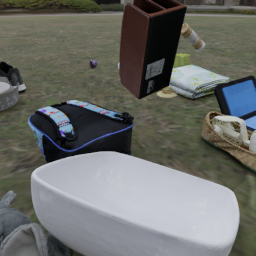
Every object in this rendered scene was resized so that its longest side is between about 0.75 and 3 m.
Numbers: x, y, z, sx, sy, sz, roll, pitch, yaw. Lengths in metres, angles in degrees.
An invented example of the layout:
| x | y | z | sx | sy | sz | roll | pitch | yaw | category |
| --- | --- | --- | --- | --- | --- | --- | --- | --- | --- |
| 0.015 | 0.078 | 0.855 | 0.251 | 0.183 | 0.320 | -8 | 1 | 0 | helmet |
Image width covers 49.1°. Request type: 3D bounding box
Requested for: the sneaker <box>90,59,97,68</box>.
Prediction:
| x | y | z | sx | sy | sz | roll | pitch | yaw | category |
| --- | --- | --- | --- | --- | --- | --- | --- | --- | --- |
| -1.770 | -3.365 | 14.545 | 0.372 | 0.357 | 0.949 | 0 | 28 | -12 | sneaker |

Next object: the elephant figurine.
| x | y | z | sx | sy | sz | roll | pitch | yaw | category |
| --- | --- | --- | --- | --- | --- | --- | --- | --- | --- |
| -1.224 | 1.749 | 3.674 | 1.623 | 1.259 | 1.148 | 6 | 15 | 15 | elephant figurine |

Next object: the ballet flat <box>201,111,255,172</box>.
| x | y | z | sx | sy | sz | roll | pitch | yaw | category |
| --- | --- | --- | --- | --- | --- | --- | --- | --- | --- |
| 2.795 | 0.309 | 6.633 | 0.958 | 0.887 | 2.718 | -25 | 35 | -28 | ballet flat |

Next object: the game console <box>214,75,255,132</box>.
| x | y | z | sx | sy | sz | roll | pitch | yaw | category |
| --- | --- | --- | --- | --- | --- | --- | --- | --- | --- |
| 3.763 | -0.614 | 8.141 | 2.063 | 1.201 | 1.814 | -19 | 32 | -31 | game console |

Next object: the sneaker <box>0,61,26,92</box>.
| x | y | z | sx | sy | sz | roll | pitch | yaw | category |
| --- | --- | --- | --- | --- | --- | --- | --- | --- | --- |
| -5.116 | -2.179 | 11.325 | 2.459 | 1.113 | 0.817 | 16 | 30 | 29 | sneaker |

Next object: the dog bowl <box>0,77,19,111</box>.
| x | y | z | sx | sy | sz | roll | pitch | yaw | category |
| --- | --- | --- | --- | --- | --- | --- | --- | --- | --- |
| -4.941 | -1.142 | 9.776 | 2.274 | 0.667 | 2.274 | 0 | 26 | 0 | dog bowl |

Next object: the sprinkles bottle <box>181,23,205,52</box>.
| x | y | z | sx | sy | sz | roll | pitch | yaw | category |
| --- | --- | --- | --- | --- | --- | --- | --- | --- | --- |
| 2.206 | -3.100 | 9.660 | 1.156 | 0.395 | 0.395 | 28 | 5 | -40 | sprinkles bottle |

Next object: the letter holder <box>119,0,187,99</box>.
| x | y | z | sx | sy | sz | roll | pitch | yaw | category |
| --- | --- | --- | --- | --- | --- | --- | --- | --- | --- |
| 0.301 | -2.038 | 6.674 | 1.053 | 2.094 | 1.488 | -27 | 55 | -28 | letter holder |

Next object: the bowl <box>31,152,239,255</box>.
| x | y | z | sx | sy | sz | roll | pitch | yaw | category |
| --- | --- | --- | --- | --- | --- | --- | --- | --- | --- |
| 0.169 | 1.217 | 4.096 | 2.600 | 0.972 | 2.604 | 15 | 6 | 21 | bowl |

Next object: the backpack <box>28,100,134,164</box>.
| x | y | z | sx | sy | sz | roll | pitch | yaw | category |
| --- | --- | --- | --- | --- | --- | --- | --- | --- | --- |
| -1.137 | 0.222 | 6.253 | 1.895 | 1.397 | 2.076 | -23 | 36 | -38 | backpack |

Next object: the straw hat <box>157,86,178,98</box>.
| x | y | z | sx | sy | sz | roll | pitch | yaw | category |
| --- | --- | --- | --- | --- | --- | --- | --- | --- | --- |
| 1.512 | -1.456 | 10.757 | 0.814 | 0.345 | 0.814 | 0 | 27 | 0 | straw hat |

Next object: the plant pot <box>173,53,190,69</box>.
| x | y | z | sx | sy | sz | roll | pitch | yaw | category |
| --- | --- | --- | --- | --- | --- | --- | --- | --- | --- |
| 2.560 | -3.044 | 13.294 | 0.964 | 0.886 | 0.964 | 0 | 26 | 0 | plant pot |

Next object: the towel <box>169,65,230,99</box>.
| x | y | z | sx | sy | sz | roll | pitch | yaw | category |
| --- | --- | --- | --- | --- | --- | --- | --- | --- | --- |
| 2.552 | -1.965 | 11.419 | 2.202 | 0.619 | 2.572 | -15 | 30 | -31 | towel |
